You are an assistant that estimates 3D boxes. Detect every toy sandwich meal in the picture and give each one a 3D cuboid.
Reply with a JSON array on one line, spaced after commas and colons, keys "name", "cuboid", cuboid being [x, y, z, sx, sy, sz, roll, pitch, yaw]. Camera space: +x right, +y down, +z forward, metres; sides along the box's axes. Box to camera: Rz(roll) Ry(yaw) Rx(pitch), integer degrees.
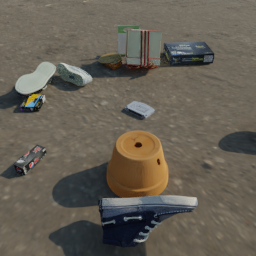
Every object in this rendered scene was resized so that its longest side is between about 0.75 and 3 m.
[{"name": "toy sandwich meal", "cuboid": [-0.787, -3.130, 13.029, 1.203, 0.412, 1.203, -7, 35, 5]}]

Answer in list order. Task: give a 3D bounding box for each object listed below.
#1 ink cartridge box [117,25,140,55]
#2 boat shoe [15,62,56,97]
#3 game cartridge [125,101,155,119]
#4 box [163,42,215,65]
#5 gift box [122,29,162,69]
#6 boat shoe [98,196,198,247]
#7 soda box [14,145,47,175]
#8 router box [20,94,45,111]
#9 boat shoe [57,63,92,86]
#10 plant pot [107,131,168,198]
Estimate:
[{"name": "ink cartridge box", "cuboid": [0.016, -4.304, 13.640, 1.085, 1.491, 0.357, -4, 37, -5]}, {"name": "boat shoe", "cuboid": [-3.574, -1.767, 10.953, 0.887, 0.708, 2.346, 32, 40, 1]}, {"name": "game cartridge", "cuboid": [0.437, -0.655, 9.886, 0.934, 0.189, 0.623, 27, 48, 31]}, {"name": "box", "cuboid": [2.882, -3.639, 13.542, 2.112, 0.539, 1.665, -2, 36, -3]}, {"name": "gift box", "cuboid": [0.574, -3.440, 12.307, 1.637, 1.657, 1.775, 2, 21, 0]}, {"name": "boat shoe", "cuboid": [0.388, 1.875, 5.640, 2.057, 0.768, 0.954, -8, 73, 21]}, {"name": "soda box", "cuboid": [-2.680, 0.867, 7.743, 0.331, 0.296, 0.934, 16, 39, 20]}, {"name": "router box", "cuboid": [-3.448, -0.919, 10.183, 0.646, 0.221, 0.866, 1, 37, 1]}, {"name": "boat shoe", "cuboid": [-2.227, -2.233, 11.698, 1.855, 0.647, 0.661, 31, 32, 32]}, {"name": "plant pot", "cuboid": [0.242, 0.842, 7.080, 1.627, 1.139, 1.627, 0, 38, 0]}]
